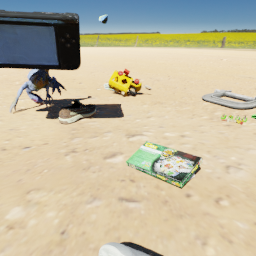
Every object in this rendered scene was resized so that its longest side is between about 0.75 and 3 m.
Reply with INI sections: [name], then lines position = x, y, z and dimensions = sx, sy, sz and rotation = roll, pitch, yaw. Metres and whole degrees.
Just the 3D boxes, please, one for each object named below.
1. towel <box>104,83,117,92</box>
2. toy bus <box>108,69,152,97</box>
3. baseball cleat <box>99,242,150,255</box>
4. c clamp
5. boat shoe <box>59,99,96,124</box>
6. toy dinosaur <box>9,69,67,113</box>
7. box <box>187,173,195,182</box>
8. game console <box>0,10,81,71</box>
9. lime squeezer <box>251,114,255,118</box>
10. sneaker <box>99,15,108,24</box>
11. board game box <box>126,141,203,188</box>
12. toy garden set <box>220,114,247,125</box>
[towel]
position = -0.375, -2.113, 14.003
dimensions = 1.366, 0.329, 1.169
rotation = -13, 22, -33
[toy bus]
position = -0.080, -1.843, 12.479
dimensions = 1.557, 0.853, 1.650
rotation = 38, -15, -35
[baseball cleat]
position = 0.478, 1.733, 3.113
dimensions = 1.687, 0.588, 0.898
rotation = 25, 24, 31
[c clamp]
position = 4.428, -1.299, 11.717
dimensions = 2.333, 0.370, 2.731
rotation = -9, 21, -24
[boat shoe]
position = -1.648, -0.659, 9.507
dimensions = 0.643, 0.644, 1.740
rotation = 9, 22, 24
[toy dinosaur]
position = -3.119, -1.646, 10.264
dimensions = 1.492, 2.841, 2.578
rotation = 21, -1, -32
[box]
position = 0.922, 0.774, 6.055
dimensions = 0.228, 0.244, 1.179
rotation = -28, 31, -27
[game console]
position = -2.559, -1.937, 6.505
dimensions = 2.795, 2.459, 1.627
rotation = 1, 51, -7
[lime squeezer]
position = 4.325, -0.320, 8.280
dimensions = 0.865, 0.462, 2.448
rotation = -14, 13, 15
[sneaker]
position = -0.977, -4.451, 11.530
dimensions = 0.283, 0.331, 0.798
rotation = -3, 26, 13
[board game box]
position = 0.721, 0.708, 5.878
dimensions = 1.489, 0.175, 0.780
rotation = 16, 49, 45
[toy garden set]
position = 3.504, -0.328, 9.299
dimensions = 0.821, 0.164, 0.684
rotation = 10, 22, 25
